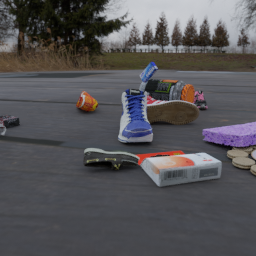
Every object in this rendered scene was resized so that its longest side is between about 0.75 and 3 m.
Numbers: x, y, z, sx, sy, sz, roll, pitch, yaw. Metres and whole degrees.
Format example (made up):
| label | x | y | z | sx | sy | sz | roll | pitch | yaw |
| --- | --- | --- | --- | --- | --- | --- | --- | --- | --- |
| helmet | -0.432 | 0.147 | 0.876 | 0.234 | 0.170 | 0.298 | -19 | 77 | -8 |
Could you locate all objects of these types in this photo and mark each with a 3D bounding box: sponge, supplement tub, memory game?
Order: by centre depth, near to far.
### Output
| label | x | y | z | sx | sy | sz | roll | pitch | yaw |
| --- | --- | --- | --- | --- | --- | --- | --- | --- | --- |
| memory game | 4.039 | 0.857 | 7.356 | 2.761 | 0.176 | 2.761 | 0 | 15 | 0 |
| sponge | 3.970 | 0.154 | 9.106 | 2.737 | 0.408 | 1.527 | -7 | 9 | -29 |
| supplement tub | 1.940 | -1.645 | 14.116 | 2.538 | 1.555 | 1.555 | 11 | 18 | 32 |

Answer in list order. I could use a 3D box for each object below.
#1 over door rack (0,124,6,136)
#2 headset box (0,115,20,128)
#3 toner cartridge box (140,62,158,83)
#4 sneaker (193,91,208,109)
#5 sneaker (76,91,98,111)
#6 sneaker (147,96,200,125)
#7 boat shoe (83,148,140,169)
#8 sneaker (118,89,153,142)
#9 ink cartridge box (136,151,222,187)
| label | x | y | z | sx | sy | sz | roll | pitch | yaw |
| --- | --- | --- | --- | --- | --- | --- | --- | --- | --- |
| over door rack | -5.267 | 0.028 | 9.275 | 1.404 | 0.633 | 1.901 | 5 | -5 | 17 |
| headset box | -4.848 | -0.260 | 11.224 | 0.917 | 0.344 | 0.682 | 12 | 19 | 37 |
| toner cartridge box | 0.912 | -2.458 | 12.421 | 0.191 | 0.887 | 0.421 | -1 | 55 | -44 |
| sneaker | 3.838 | -1.531 | 15.000 | 0.739 | 0.892 | 1.870 | 2 | 16 | 3 |
| sneaker | -2.103 | -1.266 | 14.488 | 1.000 | 0.946 | 2.593 | 21 | 11 | -17 |
| sneaker | 1.465 | -0.798 | 11.939 | 2.893 | 1.030 | 1.627 | -1 | 18 | 2 |
| boat shoe | -0.410 | 0.836 | 6.999 | 1.399 | 0.421 | 0.499 | 8 | -30 | -6 |
| sneaker | 0.174 | -0.526 | 9.796 | 1.116 | 1.595 | 2.762 | -2 | 15 | -3 |
| ink cartridge box | 1.132 | 0.781 | 7.077 | 1.588 | 0.491 | 1.958 | -4 | 18 | -17 |
